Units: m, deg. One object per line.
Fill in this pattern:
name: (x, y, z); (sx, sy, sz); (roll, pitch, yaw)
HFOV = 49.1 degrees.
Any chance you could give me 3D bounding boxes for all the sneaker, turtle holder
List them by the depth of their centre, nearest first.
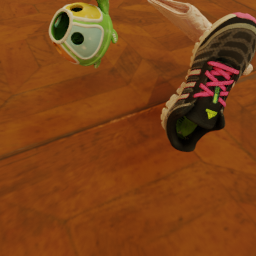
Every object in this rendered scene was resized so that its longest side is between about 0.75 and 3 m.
sneaker: (1.362, -0.561, 4.732); (0.963, 2.610, 1.141); (17, 39, -14)
turtle holder: (-1.173, -2.699, 7.608); (1.469, 2.068, 1.571); (1, 62, -56)

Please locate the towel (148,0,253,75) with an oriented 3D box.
towel: (1.863, -2.516, 7.317); (2.510, 0.405, 2.397); (27, 21, -32)
